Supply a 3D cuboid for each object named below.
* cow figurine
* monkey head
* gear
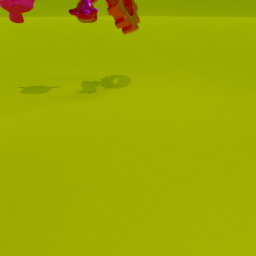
[{"bbox_3d":[-1.255,-4.014,8.337,0.887,1.617,1.591,1,36,6],"label":"cow figurine"},{"bbox_3d":[-3.278,-3.810,8.221,1.791,1.079,1.289,8,-16,-13],"label":"monkey head"},{"bbox_3d":[-0.220,-4.240,9.387,0.387,2.092,2.092,-13,18,24],"label":"gear"}]
